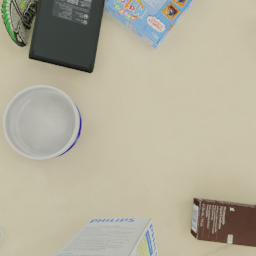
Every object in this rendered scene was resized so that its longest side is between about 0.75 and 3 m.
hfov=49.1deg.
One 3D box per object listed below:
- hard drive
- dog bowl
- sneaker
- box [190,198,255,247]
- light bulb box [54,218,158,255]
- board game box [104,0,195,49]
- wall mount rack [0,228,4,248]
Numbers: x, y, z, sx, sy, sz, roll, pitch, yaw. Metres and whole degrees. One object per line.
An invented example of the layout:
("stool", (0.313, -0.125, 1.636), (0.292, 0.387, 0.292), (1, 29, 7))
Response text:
("hard drive", (-1.457, -2.625, 6.932), (1.565, 0.369, 2.242), (10, 84, -19))
("dog bowl", (-2.019, -0.120, 6.768), (1.755, 0.691, 1.755), (0, 85, 0))
("sneaker", (-2.538, -3.069, 6.971), (0.913, 0.837, 2.144), (3, 84, 0))
("box", (2.442, 2.222, 6.582), (1.782, 0.668, 0.892), (6, 84, -1))
("light bulb box", (-0.377, 3.284, 5.221), (1.520, 2.435, 2.414), (-7, 95, 19))
("board game box", (0.761, -3.447, 7.210), (1.706, 0.413, 2.256), (39, 86, 3))
("wall mount rack", (-3.606, 2.676, 6.651), (1.124, 0.419, 0.977), (-35, 86, -4))
